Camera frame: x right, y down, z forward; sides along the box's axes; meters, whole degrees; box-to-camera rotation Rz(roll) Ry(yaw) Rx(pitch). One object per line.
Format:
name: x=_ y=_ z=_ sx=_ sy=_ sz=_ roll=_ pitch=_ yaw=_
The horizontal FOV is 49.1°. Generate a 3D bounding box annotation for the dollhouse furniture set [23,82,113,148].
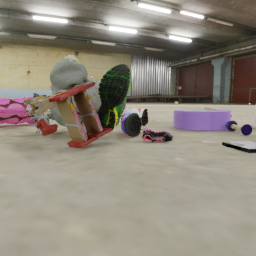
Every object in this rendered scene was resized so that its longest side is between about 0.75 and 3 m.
dollhouse furniture set: x=-1.481 y=-0.311 z=6.585 sx=0.882 sy=1.167 sz=2.169 roll=-31 pitch=21 yaw=-34

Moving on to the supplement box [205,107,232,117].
supplement box: x=3.932 y=-0.584 z=12.429 sx=0.408 sy=0.422 sz=1.227 roll=30 pitch=-4 yaw=-37

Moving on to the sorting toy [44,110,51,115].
sorting toy: x=-5.357 y=-0.709 z=14.994 sx=2.579 sy=0.380 sz=1.906 roll=8 pitch=14 yaw=33

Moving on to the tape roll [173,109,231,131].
tape roll: x=2.625 y=-0.319 z=10.007 sx=1.969 sy=0.646 sz=1.969 roll=0 pitch=7 yaw=0

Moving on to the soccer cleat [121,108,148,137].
soccer cleat: x=0.061 y=-0.186 z=8.176 sx=0.717 sy=0.669 sz=1.960 roll=-1 pitch=14 yaw=18

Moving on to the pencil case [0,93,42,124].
pencil case: x=-4.628 y=-0.611 z=10.257 sx=1.348 sy=1.306 sz=2.877 roll=20 pitch=19 yaw=36

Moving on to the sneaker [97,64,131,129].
sneaker: x=-0.330 y=-0.755 z=6.592 sx=0.674 sy=1.728 sz=0.736 roll=27 pitch=38 yaw=6

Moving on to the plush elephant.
plush elephant: x=-1.270 y=-0.959 z=8.407 sx=2.286 sy=2.432 sz=2.953 roll=-12 pitch=27 yaw=38

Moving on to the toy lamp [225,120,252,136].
toy lamp: x=3.345 y=-0.026 z=8.578 sx=0.376 sy=0.376 sz=1.291 roll=0 pitch=6 yaw=-4

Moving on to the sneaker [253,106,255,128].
sneaker: x=5.155 y=-0.621 z=10.332 sx=0.915 sy=1.168 sz=2.350 roll=3 pitch=7 yaw=25

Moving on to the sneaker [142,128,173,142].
sneaker: x=0.693 y=0.238 z=6.774 sx=0.780 sy=0.308 sz=0.372 roll=8 pitch=38 yaw=16

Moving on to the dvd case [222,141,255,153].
dvd case: x=2.559 y=0.386 z=5.939 sx=0.693 sy=0.085 sz=0.971 roll=-1 pitch=6 yaw=-13

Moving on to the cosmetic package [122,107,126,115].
cosmetic package: x=-1.052 y=-1.014 z=15.863 sx=1.136 sy=0.827 sz=2.234 roll=3 pitch=8 yaw=24
